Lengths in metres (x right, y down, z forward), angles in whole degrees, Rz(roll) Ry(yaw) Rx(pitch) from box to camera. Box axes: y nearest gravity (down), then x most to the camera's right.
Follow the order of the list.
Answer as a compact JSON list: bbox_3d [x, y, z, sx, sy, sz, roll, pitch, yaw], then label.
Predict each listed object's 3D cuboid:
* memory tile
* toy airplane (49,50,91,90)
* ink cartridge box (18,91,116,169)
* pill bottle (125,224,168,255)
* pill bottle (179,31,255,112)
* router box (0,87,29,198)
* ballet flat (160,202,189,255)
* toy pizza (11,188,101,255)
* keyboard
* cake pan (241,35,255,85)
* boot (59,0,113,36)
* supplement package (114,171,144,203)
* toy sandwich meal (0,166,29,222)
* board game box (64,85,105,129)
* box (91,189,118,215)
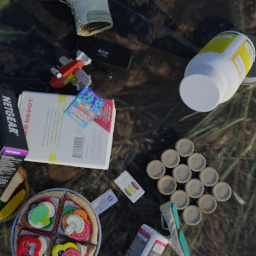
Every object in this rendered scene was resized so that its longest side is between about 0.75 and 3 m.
[{"bbox_3d":[1.950,1.723,9.153,1.884,0.206,2.457,-37,81,-7],"label":"memory tile"},{"bbox_3d":[-1.815,-1.894,9.433,1.431,1.014,1.437,-2,54,12],"label":"toy airplane"},{"bbox_3d":[-1.974,0.099,8.955,2.923,1.219,2.122,6,78,1],"label":"ink cartridge box"},{"bbox_3d":[0.429,3.821,8.356,0.904,0.904,1.633,31,79,6],"label":"pill bottle"},{"bbox_3d":[2.677,-1.714,8.456,1.595,1.595,2.867,39,49,7],"label":"pill bottle"},{"bbox_3d":[-3.832,0.408,8.040,2.122,0.726,2.845,-53,45,20],"label":"router box"},{"bbox_3d":[1.399,3.207,8.699,0.629,0.629,1.811,-14,82,-3],"label":"ballet flat"},{"bbox_3d":[-2.175,3.179,8.278,2.750,0.436,2.750,-1,76,4],"label":"toy pizza"},{"bbox_3d":[-0.960,-2.447,10.013,2.107,0.217,1.339,17,73,4],"label":"keyboard"},{"bbox_3d":[4.237,-2.477,9.943,1.889,0.346,1.889,0,79,0],"label":"cake pan"},{"bbox_3d":[-1.995,-4.387,10.038,2.779,1.001,2.149,-8,81,-1],"label":"boot"},{"bbox_3d":[0.043,1.872,8.965,0.518,0.499,0.911,-43,82,-8],"label":"supplement package"},{"bbox_3d":[-4.043,1.990,8.829,1.985,0.680,1.985,0,77,0],"label":"toy sandwich meal"},{"bbox_3d":[-1.153,-0.559,7.511,0.710,0.210,0.934,40,77,-23],"label":"board game box"},{"bbox_3d":[-1.355,2.759,8.811,2.256,0.436,0.467,-34,80,-6],"label":"box"}]
